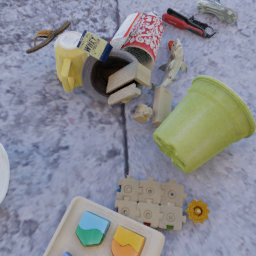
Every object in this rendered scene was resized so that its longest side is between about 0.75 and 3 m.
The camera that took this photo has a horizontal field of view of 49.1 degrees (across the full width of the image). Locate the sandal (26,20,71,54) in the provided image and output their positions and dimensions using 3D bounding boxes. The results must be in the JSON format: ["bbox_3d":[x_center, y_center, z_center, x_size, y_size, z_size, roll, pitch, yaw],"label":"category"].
[{"bbox_3d":[-2.884,-3.311,9.955,1.948,0.532,0.796,-40,24,-4],"label":"sandal"}]

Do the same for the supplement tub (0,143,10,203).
[{"bbox_3d":[-5.035,1.326,7.769,2.806,2.026,2.026,-3,61,-1],"label":"supplement tub"}]

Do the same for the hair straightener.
[{"bbox_3d":[2.737,-4.550,11.947,2.480,0.507,0.954,26,64,14],"label":"hair straightener"}]

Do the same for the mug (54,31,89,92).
[{"bbox_3d":[-1.885,-2.462,10.150,1.561,1.600,1.949,-21,63,-12],"label":"mug"}]

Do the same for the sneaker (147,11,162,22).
[{"bbox_3d":[1.098,-4.712,12.151,0.516,0.338,0.898,-21,58,-11],"label":"sneaker"}]

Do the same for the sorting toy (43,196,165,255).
[{"bbox_3d":[-0.756,3.478,7.319,2.838,0.518,2.626,22,67,11],"label":"sorting toy"}]

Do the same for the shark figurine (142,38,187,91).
[{"bbox_3d":[1.340,-2.078,10.549,0.960,1.375,2.301,28,81,43],"label":"shark figurine"}]

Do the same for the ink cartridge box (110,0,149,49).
[{"bbox_3d":[-0.043,-3.467,9.576,0.430,1.819,1.456,32,59,-8],"label":"ink cartridge box"}]

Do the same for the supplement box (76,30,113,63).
[{"bbox_3d":[-0.911,-2.261,7.820,0.776,0.777,0.522,28,99,-1],"label":"supplement box"}]

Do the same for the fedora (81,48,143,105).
[{"bbox_3d":[-0.485,-1.818,9.929,2.140,0.966,1.893,8,103,3],"label":"fedora"}]

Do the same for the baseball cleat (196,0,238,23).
[{"bbox_3d":[4.016,-5.317,12.286,1.948,0.679,1.037,30,65,15],"label":"baseball cleat"}]

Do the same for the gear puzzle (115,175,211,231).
[{"bbox_3d":[1.001,2.235,8.220,2.773,0.363,1.436,6,68,4],"label":"gear puzzle"}]

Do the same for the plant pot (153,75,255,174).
[{"bbox_3d":[2.080,0.076,8.485,2.259,2.457,2.457,-41,68,-8],"label":"plant pot"}]

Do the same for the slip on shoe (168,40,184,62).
[{"bbox_3d":[1.928,-3.077,11.188,0.482,0.398,1.301,-11,60,-4],"label":"slip on shoe"}]

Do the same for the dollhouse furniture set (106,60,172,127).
[{"bbox_3d":[0.356,-0.932,9.791,1.836,1.496,1.746,26,60,-35],"label":"dollhouse furniture set"}]

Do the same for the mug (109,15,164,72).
[{"bbox_3d":[0.405,-3.370,10.719,1.871,1.406,2.108,28,58,-13],"label":"mug"}]
